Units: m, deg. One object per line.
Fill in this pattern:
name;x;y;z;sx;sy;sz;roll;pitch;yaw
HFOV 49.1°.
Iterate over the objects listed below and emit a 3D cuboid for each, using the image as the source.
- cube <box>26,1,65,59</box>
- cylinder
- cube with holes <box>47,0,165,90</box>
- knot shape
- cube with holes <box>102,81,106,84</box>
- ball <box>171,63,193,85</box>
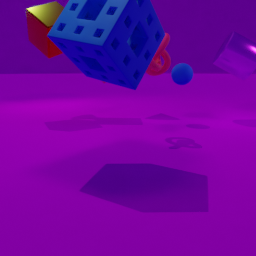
cube;-2.742;-3.572;10.183;1.296;1.296;1.296;42;54;20
cylinder;4.029;-2.630;10.242;1.316;1.316;1.316;30;15;2
cube with holes;-0.342;-1.743;5.255;1.327;1.327;1.327;21;-13;32
knot shape;0.824;-2.047;7.643;0.560;1.134;1.212;18;-2;24
cube with holes;-0.977;-2.698;10.612;1.223;1.223;1.223;44;-5;11
ball;1.850;-1.837;9.575;0.739;0.739;0.739;0;12;0
